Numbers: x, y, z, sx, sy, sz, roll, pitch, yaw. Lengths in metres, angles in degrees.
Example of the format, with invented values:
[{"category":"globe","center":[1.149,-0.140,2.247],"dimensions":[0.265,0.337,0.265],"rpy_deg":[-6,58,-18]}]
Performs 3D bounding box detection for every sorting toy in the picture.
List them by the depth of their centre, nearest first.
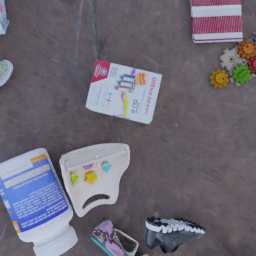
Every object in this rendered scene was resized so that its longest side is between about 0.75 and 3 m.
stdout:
[{"category":"sorting toy","center":[-1.019,1.569,8.290],"dimensions":[2.118,1.131,1.906],"rpy_deg":[-14,104,-33]}]

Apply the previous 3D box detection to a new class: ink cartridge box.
[{"category":"ink cartridge box","center":[-0.088,-1.006,8.287],"dimensions":[1.909,1.381,1.387],"rpy_deg":[13,88,0]}]

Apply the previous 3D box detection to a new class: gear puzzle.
[{"category":"gear puzzle","center":[3.630,-2.096,8.848],"dimensions":[2.442,0.320,1.265],"rpy_deg":[-31,89,-1]}]

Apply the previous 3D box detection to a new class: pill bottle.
[{"category":"pill bottle","center":[-2.585,2.185,8.076],"dimensions":[1.626,1.626,2.902],"rpy_deg":[-24,88,-1]}]

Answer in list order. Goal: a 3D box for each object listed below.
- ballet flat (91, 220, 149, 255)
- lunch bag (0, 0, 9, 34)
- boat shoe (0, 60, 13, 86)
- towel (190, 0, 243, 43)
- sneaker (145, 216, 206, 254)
[{"category":"ballet flat","center":[0.057,3.944,8.456],"dimensions":[0.985,0.957,2.768],"rpy_deg":[-39,88,-21]},{"category":"lunch bag","center":[-4.714,-3.593,8.404],"dimensions":[1.811,1.357,2.135],"rpy_deg":[-15,78,-2]},{"category":"boat shoe","center":[-4.279,-1.471,8.605],"dimensions":[1.680,0.521,0.605],"rpy_deg":[-42,80,3]},{"category":"towel","center":[2.796,-3.838,8.931],"dimensions":[1.611,0.254,2.236],"rpy_deg":[-3,88,0]},{"category":"sneaker","center":[1.337,3.170,8.183],"dimensions":[2.149,0.714,0.972],"rpy_deg":[14,91,-28]}]
